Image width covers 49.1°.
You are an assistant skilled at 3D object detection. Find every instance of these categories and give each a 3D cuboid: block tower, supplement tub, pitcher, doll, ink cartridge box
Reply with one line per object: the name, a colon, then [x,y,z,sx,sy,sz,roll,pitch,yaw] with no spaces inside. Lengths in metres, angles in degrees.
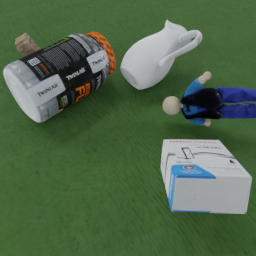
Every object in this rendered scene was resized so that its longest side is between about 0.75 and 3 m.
block tower: [-2.733,-2.123,8.483,0.433,1.498,0.404,-24,50,17]
supplement tub: [-1.778,-1.516,7.789,2.766,1.695,1.695,-36,60,-25]
pitcher: [0.946,-2.116,8.153,2.165,1.312,1.857,-44,30,-7]
doll: [2.096,-0.654,7.071,2.474,1.688,0.600,-1,42,22]
ink cartridge box: [1.479,0.905,5.852,1.392,0.804,1.906,1,18,-1]
